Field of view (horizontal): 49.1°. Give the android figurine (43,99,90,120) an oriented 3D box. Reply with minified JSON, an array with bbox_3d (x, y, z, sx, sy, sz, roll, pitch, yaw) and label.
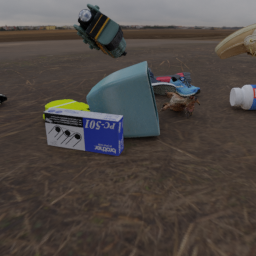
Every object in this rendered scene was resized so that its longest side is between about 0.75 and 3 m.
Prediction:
[{"bbox_3d":[-2.785,-0.773,12.877,2.484,0.510,2.261,20,30,37],"label":"android figurine"}]

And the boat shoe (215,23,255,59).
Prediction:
[{"bbox_3d":[3.699,-2.413,7.819,2.458,0.850,0.906,-19,-13,31],"label":"boat shoe"}]

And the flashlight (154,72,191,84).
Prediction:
[{"bbox_3d":[2.458,-2.939,17.610,2.882,0.979,0.976,-6,-14,-4],"label":"flashlight"}]

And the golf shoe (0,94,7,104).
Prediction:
[{"bbox_3d":[-6.879,-1.323,13.851,0.972,0.767,2.112,4,23,9],"label":"golf shoe"}]

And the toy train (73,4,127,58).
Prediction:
[{"bbox_3d":[-0.662,-2.521,7.696,1.215,0.909,2.133,36,3,8],"label":"toy train"}]

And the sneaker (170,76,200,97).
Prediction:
[{"bbox_3d":[3.179,-2.450,16.212,0.885,1.016,2.259,-18,29,-37],"label":"sneaker"}]

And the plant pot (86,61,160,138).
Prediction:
[{"bbox_3d":[-0.212,-1.031,11.214,2.515,2.462,2.469,-11,22,8],"label":"plant pot"}]

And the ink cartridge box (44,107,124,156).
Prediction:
[{"bbox_3d":[-1.532,0.095,9.764,2.752,1.293,0.608,7,24,16],"label":"ink cartridge box"}]

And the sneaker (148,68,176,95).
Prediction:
[{"bbox_3d":[1.649,-2.770,16.413,2.366,0.900,1.710,3,50,7],"label":"sneaker"}]

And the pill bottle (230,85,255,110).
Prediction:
[{"bbox_3d":[6.208,-1.493,13.668,2.176,1.221,1.221,0,23,1],"label":"pill bottle"}]

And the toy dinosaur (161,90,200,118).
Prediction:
[{"bbox_3d":[2.469,-1.129,13.239,1.637,1.037,2.415,13,10,7],"label":"toy dinosaur"}]
